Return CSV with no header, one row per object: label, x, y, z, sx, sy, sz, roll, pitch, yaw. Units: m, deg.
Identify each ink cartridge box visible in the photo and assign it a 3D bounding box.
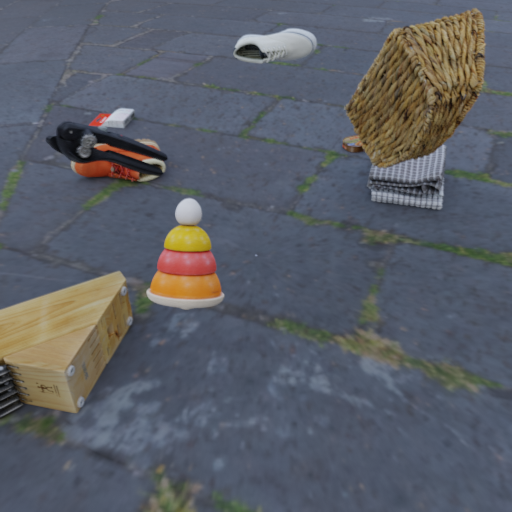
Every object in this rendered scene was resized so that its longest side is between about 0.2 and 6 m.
ink cartridge box,-4.455,-4.276,17.285,1.161,0.331,0.943,10,38,6

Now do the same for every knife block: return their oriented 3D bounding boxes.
knife block,-3.838,1.390,9.006,2.769,1.009,3.154,9,38,10

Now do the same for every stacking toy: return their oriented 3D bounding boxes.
stacking toy,-0.861,-0.052,7.123,0.984,1.347,0.984,4,6,0

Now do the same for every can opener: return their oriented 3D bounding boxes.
can opener,-2.027,-1.525,7.972,1.767,0.560,0.694,6,24,-39

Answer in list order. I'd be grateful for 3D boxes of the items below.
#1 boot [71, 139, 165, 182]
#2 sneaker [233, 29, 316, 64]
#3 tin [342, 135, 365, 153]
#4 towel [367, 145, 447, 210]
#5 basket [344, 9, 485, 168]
boot,-3.463,-2.325,14.222,2.316,0.869,1.242,-14,44,-19
sneaker,0.385,-4.535,12.393,1.897,0.693,0.672,4,46,25
tin,3.010,-3.206,15.880,1.206,0.253,0.675,-14,43,-18
towel,3.752,-2.123,13.825,1.802,0.931,2.176,9,38,14
basket,3.369,-3.069,10.973,2.044,2.743,1.958,-21,76,-19
